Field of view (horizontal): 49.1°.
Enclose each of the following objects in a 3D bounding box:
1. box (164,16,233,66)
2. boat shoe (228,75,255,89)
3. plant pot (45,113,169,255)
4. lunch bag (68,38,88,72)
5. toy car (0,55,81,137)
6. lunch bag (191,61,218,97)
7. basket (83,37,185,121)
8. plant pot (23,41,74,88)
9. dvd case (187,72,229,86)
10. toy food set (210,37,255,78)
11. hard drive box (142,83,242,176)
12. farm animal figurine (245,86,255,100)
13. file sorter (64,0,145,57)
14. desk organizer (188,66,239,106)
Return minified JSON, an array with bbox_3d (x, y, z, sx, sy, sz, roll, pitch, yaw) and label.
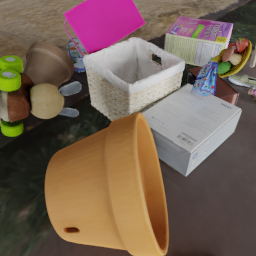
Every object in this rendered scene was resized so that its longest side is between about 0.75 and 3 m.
[{"bbox_3d":[3.276,-4.062,13.098,2.641,1.277,2.323,17,45,17],"label":"box"},{"bbox_3d":[4.756,-1.950,11.338,1.294,0.401,0.466,20,42,14],"label":"boat shoe"},{"bbox_3d":[-0.404,1.327,6.194,2.074,2.963,2.963,-12,41,12],"label":"plant pot"},{"bbox_3d":[-1.776,-3.355,12.654,1.838,0.867,2.294,-6,41,-10],"label":"lunch bag"},{"bbox_3d":[-2.863,-1.028,9.294,2.540,2.087,2.004,0,38,-17],"label":"toy car"},{"bbox_3d":[2.425,-1.544,8.616,0.493,1.049,0.789,17,-1,-9],"label":"lunch bag"},{"bbox_3d":[0.205,-1.564,9.751,2.533,2.037,2.511,-30,50,-28],"label":"basket"},{"bbox_3d":[-3.246,-2.033,10.663,1.900,1.900,1.657,13,60,15],"label":"plant pot"},{"bbox_3d":[3.158,-1.491,11.061,1.663,0.179,2.236,9,42,8],"label":"dvd case"},{"bbox_3d":[3.096,-2.234,8.510,0.625,1.914,1.126,22,84,-13],"label":"toy food set"},{"bbox_3d":[1.867,-0.095,8.846,2.730,1.048,2.128,-33,51,-31],"label":"hard drive box"},{"bbox_3d":[4.968,-1.127,10.481,0.938,0.494,0.948,6,33,-12],"label":"farm animal figurine"},{"bbox_3d":[-0.968,-3.852,10.432,2.406,1.672,1.509,-35,13,-12],"label":"file sorter"},{"bbox_3d":[3.046,-1.467,10.347,0.809,0.753,2.100,-15,44,-14],"label":"desk organizer"}]
